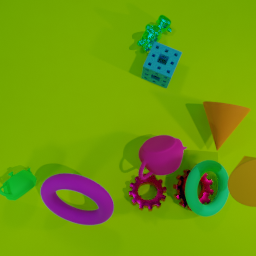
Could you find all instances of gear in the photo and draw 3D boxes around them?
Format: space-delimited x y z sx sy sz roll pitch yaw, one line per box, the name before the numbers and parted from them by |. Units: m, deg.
gear | 0.556 1.818 7.960 1.057 0.196 1.057 -1 54 1
gear | 1.871 1.751 8.013 1.160 0.215 1.160 1 86 -14

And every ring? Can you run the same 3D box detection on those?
ring | -1.301 1.857 7.153 1.935 1.935 0.387 15 43 3
ring | 2.224 1.668 7.766 1.564 0.313 1.564 -1 92 -30

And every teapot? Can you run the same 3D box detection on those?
teapot | 0.986 0.779 7.748 1.980 1.231 0.970 -33 120 -32
teapot | -2.929 1.461 7.533 0.883 1.420 0.695 -37 90 20

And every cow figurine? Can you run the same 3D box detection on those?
cow figurine | 0.865 -2.985 8.881 0.649 1.164 1.183 39 119 8

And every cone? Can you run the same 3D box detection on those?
cone | 2.720 0.007 8.130 1.333 1.333 1.338 11 92 2
cone | 3.058 1.020 6.983 1.308 1.313 1.308 3 114 8

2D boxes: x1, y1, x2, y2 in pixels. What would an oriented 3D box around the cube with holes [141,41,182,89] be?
cube with holes | 1.006 -1.908 8.576 0.880 0.880 0.880 23 78 4
